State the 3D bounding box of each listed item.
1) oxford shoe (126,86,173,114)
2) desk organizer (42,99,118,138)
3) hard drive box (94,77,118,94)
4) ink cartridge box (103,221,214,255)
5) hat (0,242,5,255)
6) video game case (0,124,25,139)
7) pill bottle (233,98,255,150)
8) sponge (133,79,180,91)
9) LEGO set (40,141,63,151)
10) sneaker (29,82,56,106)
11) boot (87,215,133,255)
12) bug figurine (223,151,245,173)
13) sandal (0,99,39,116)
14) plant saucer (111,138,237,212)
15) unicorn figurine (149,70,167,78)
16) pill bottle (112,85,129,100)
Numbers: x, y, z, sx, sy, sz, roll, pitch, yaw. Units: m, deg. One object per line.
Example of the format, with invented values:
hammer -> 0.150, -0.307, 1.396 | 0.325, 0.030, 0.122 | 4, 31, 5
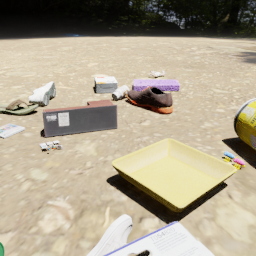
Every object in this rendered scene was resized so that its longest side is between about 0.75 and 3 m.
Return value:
oxford shoe -> 0.958, -1.452, 12.496 | 0.963, 0.981, 2.705 | -20, 30, -40
desk organizer -> -1.744, -0.407, 10.143 | 2.576, 0.924, 0.992 | -7, 22, -17
hard drive box -> -1.205, -2.339, 15.152 | 1.135, 0.559, 1.457 | -4, 23, -11
ink cartridge box -> 0.525, 2.500, 3.704 | 2.319, 0.472, 2.324 | -14, 29, -27
hat -> -2.667, 1.848, 4.524 | 1.035, 1.100, 1.249 | -2, 23, -5
video game case -> -4.294, 0.099, 9.962 | 0.817, 0.106, 0.898 | 13, 27, 28
pill bottle -> 4.318, 0.205, 7.915 | 1.502, 1.502, 2.681 | -5, 23, -11
sponge -> 1.541, -2.373, 15.487 | 2.498, 0.373, 1.393 | 0, 22, 0
LEGO set -> -2.409, 0.595, 8.803 | 0.602, 0.198, 0.806 | -11, 14, -23
sneaker -> -4.043, -1.694, 13.368 | 0.892, 0.783, 2.227 | -1, 23, 5
boot -> -0.169, 2.156, 4.642 | 0.747, 0.575, 1.563 | 20, 38, 26
bug figurine -> 2.731, 0.935, 7.751 | 1.089, 0.280, 0.844 | -15, 28, -33
sandal -> -4.776, -0.918, 11.763 | 2.000, 0.571, 0.794 | 3, 23, 7
plant saucer -> 1.098, 1.137, 6.897 | 2.248, 0.545, 2.247 | -19, 31, -37
unicorn figurine -> 1.912, -3.510, 18.179 | 0.876, 0.471, 1.275 | 22, 44, 22
pill bottle -> -0.370, -1.688, 13.602 | 0.494, 0.494, 0.864 | 19, 42, 37
